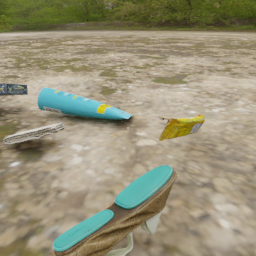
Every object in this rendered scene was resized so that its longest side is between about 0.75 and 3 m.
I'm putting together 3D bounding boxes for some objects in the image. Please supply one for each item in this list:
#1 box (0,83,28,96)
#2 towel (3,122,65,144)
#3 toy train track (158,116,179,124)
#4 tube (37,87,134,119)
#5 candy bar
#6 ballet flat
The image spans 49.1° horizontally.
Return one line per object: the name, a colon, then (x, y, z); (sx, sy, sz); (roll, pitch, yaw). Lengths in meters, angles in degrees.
box: (-3.887, -1.168, 8.550); (1.125, 0.364, 1.426); (0, 7, 4)
towel: (-2.181, 0.129, 6.672); (1.264, 0.218, 0.838); (-13, 6, 6)
toy train track: (1.404, -0.136, 7.709); (1.268, 0.206, 0.727); (13, 9, 35)
tube: (-1.260, -0.598, 8.329); (2.798, 0.705, 1.083); (13, 15, 9)
candy bar: (1.303, -0.034, 6.346); (0.243, 0.546, 2.190); (37, 22, 22)
ballet flat: (-0.030, 1.247, 3.666); (1.901, 0.688, 0.645); (-33, 16, -25)
